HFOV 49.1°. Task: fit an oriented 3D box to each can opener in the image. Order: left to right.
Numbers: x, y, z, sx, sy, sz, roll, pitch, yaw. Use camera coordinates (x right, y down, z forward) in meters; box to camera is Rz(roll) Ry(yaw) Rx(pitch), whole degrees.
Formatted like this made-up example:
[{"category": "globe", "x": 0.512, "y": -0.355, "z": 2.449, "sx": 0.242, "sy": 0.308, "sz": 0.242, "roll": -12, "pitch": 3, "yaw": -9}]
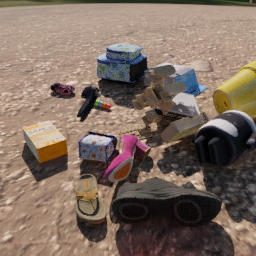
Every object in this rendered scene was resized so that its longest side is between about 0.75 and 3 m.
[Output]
[{"category": "can opener", "x": -1.535, "y": -0.940, "z": 10.868, "sx": 0.697, "sy": 0.562, "sz": 1.772, "roll": -10, "pitch": 49, "yaw": 30}]

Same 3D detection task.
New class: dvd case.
[{"category": "dvd case", "x": 2.142, "y": -1.094, "z": 12.714, "sx": 2.057, "sy": 0.339, "sz": 2.738, "roll": 12, "pitch": 27, "yaw": -1}]

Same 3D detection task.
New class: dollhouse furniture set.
[{"category": "dollhouse furniture set", "x": 1.700, "y": -0.871, "z": 10.911, "sx": 1.611, "sy": 2.274, "sz": 2.476, "roll": -17, "pitch": 69, "yaw": -29}]

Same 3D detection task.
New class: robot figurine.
[{"category": "robot figurine", "x": 3.323, "y": 0.383, "z": 9.598, "sx": 2.527, "sy": 1.577, "sz": 1.898, "roll": -29, "pitch": 60, "yaw": -38}]

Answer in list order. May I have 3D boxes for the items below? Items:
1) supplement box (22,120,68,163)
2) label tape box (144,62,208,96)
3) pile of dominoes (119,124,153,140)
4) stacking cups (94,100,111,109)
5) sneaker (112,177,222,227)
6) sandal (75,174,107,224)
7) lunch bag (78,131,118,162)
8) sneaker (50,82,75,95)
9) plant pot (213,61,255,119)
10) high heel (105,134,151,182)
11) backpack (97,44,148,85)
[{"category": "supplement box", "x": -3.074, "y": 0.448, "z": 10.335, "sx": 1.085, "sy": 0.633, "sz": 1.722, "roll": -19, "pitch": 35, "yaw": -30}, {"category": "label tape box", "x": 2.641, "y": -2.674, "z": 15.287, "sx": 2.903, "sy": 0.919, "sz": 2.093, "roll": 22, "pitch": 37, "yaw": 33}, {"category": "pile of dominoes", "x": 0.283, "y": 0.135, "z": 11.288, "sx": 1.312, "sy": 0.209, "sz": 1.023, "roll": -14, "pitch": 34, "yaw": -23}, {"category": "stacking cups", "x": -1.264, "y": -1.155, "z": 13.376, "sx": 1.055, "sy": 0.319, "sz": 0.319, "roll": 19, "pitch": 35, "yaw": 23}, {"category": "sneaker", "x": 1.056, "y": 1.863, "z": 7.649, "sx": 2.891, "sy": 1.098, "sz": 1.312, "roll": 4, "pitch": 24, "yaw": 2}, {"category": "sandal", "x": -1.123, "y": 1.903, "z": 8.000, "sx": 0.809, "sy": 0.544, "sz": 2.015, "roll": -7, "pitch": 32, "yaw": -11}, {"category": "lunch bag", "x": -1.037, "y": 0.585, "z": 10.015, "sx": 1.095, "sy": 0.798, "sz": 1.288, "roll": 8, "pitch": 19, "yaw": 13}, {"category": "sneaker", "x": -3.485, "y": -2.001, "z": 14.657, "sx": 1.344, "sy": 0.531, "sz": 0.641, "roll": 5, "pitch": 42, "yaw": 10}, {"category": "plant pot", "x": 5.033, "y": -1.367, "z": 11.914, "sx": 2.301, "sy": 2.445, "sz": 2.445, "roll": -23, "pitch": 35, "yaw": -9}, {"category": "high heel", "x": -0.285, "y": 0.880, "z": 9.281, "sx": 1.231, "sy": 0.864, "sz": 2.566, "roll": 27, "pitch": 34, "yaw": 21}, {"category": "backpack", "x": -0.404, "y": -3.790, "z": 16.130, "sx": 2.709, "sy": 1.991, "sz": 2.479, "roll": 8, "pitch": 28, "yaw": 20}]
